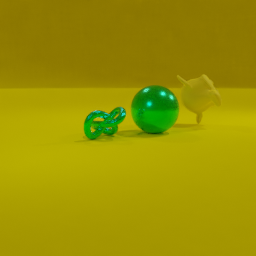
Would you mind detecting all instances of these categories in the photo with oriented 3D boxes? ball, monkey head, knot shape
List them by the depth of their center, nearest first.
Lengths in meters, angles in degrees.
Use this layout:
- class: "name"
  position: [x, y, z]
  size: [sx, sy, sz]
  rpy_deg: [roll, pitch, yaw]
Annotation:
- class: "knot shape"
  position: [-0.531, -0.163, 7.165]
  size: [1.117, 0.552, 1.194]
  rpy_deg: [-29, -14, 14]
- class: "ball"
  position: [0.757, -0.523, 7.914]
  size: [1.375, 1.375, 1.375]
  rpy_deg: [0, 9, 0]
- class: "monkey head"
  position: [2.355, -0.977, 9.134]
  size: [1.163, 1.930, 1.389]
  rpy_deg: [-25, 25, 9]
